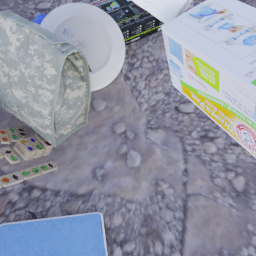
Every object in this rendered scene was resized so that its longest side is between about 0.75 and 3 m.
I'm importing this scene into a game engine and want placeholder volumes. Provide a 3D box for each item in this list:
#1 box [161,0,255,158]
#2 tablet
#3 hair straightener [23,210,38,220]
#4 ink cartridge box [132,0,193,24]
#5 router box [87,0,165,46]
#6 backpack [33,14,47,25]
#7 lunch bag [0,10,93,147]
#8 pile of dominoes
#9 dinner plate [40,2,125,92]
[{"bbox_3d":[2.156,-1.019,5.268,1.511,1.677,2.982,-31,48,-7],"label":"box"},{"bbox_3d":[-1.712,2.834,6.385,2.464,0.168,1.604,-3,53,-13],"label":"tablet"},{"bbox_3d":[-2.272,2.576,6.736,0.494,0.263,1.283,-28,68,-15],"label":"hair straightener"},{"bbox_3d":[0.785,-3.542,6.884,1.787,1.010,2.440,33,31,-3],"label":"ink cartridge box"},{"bbox_3d":[-0.027,-4.080,10.222,2.553,0.793,1.913,-27,64,-15],"label":"router box"},{"bbox_3d":[-2.505,-2.993,9.319,1.618,1.315,1.358,21,65,11],"label":"backpack"},{"bbox_3d":[-2.229,-1.388,7.376,2.356,2.873,1.689,33,47,18],"label":"lunch bag"},{"bbox_3d":[-3.004,0.536,6.972,1.876,0.383,2.407,40,25,20],"label":"pile of dominoes"},{"bbox_3d":[-1.426,-2.559,8.796,2.838,0.344,2.838,0,89,-15],"label":"dinner plate"}]
